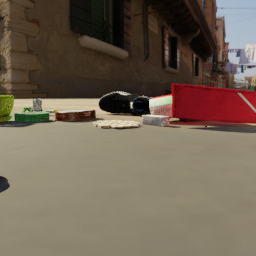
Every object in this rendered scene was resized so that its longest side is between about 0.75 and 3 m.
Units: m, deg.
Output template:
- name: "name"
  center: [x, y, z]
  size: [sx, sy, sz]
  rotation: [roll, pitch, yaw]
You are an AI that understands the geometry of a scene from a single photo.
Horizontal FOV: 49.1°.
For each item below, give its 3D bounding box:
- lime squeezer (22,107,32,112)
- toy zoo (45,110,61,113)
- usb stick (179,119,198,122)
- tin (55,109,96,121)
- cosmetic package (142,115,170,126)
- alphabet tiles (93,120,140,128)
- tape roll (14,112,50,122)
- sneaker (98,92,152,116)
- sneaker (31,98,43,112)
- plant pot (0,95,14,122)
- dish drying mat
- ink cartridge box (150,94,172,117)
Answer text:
- name: "lime squeezer"
  center: [-4.807, -0.893, 13.666]
  size: [0.467, 0.249, 1.321]
  rotation: [3, 7, 26]
- name: "toy zoo"
  center: [-3.600, -0.804, 13.476]
  size: [0.653, 0.102, 0.996]
  rotation: [-1, 7, -9]
- name: "usb stick"
  center: [2.487, -0.459, 9.668]
  size: [2.038, 0.332, 0.565]
  rotation: [-7, 22, -41]
- name: "tin"
  center: [-1.856, -0.476, 10.003]
  size: [1.000, 0.374, 1.787]
  rotation: [-1, 6, 25]
- name: "cosmetic package"
  center: [0.806, -0.223, 8.173]
  size: [0.387, 0.282, 0.760]
  rotation: [-6, 11, -42]
- name: "alphabet tiles"
  center: [-0.307, -0.102, 7.892]
  size: [1.248, 0.091, 1.221]
  rotation: [-5, 11, -30]
- name: "tape roll"
  center: [-3.233, -0.383, 9.457]
  size: [1.125, 0.270, 1.125]
  rotation: [0, 6, 0]
- name: "sneaker"
  center: [-0.040, -1.042, 11.808]
  size: [2.676, 0.978, 1.497]
  rotation: [2, 6, 6]
- name: "sneaker"
  center: [-4.083, -0.981, 12.512]
  size: [0.451, 0.690, 1.201]
  rotation: [-4, 8, -29]
- name: "plant pot"
  center: [-4.329, -0.633, 9.122]
  size: [0.928, 0.847, 0.933]
  rotation: [1, 7, 6]
- name: "dish drying mat"
  center: [2.567, -0.689, 8.037]
  size: [2.683, 1.030, 0.244]
  rotation: [4, -12, -10]
- name: "ink cartridge box"
  center: [1.604, -1.017, 9.612]
  size: [1.675, 0.521, 2.081]
  rotation: [-9, 26, 9]
